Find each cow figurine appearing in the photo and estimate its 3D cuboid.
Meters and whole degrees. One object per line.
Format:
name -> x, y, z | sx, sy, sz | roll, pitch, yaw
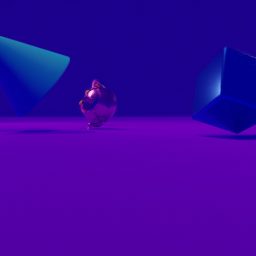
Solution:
cow figurine -> -1.211, -1.104, 9.868 | 0.553, 1.008, 0.991 | 38, -18, -26

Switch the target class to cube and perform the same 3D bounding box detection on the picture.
cube -> 1.554, -0.523, 4.187 | 0.836, 0.836, 0.836 | 17, -24, -10

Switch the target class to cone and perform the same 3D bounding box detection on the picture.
cone -> -2.287, -1.333, 5.459 | 1.617, 1.611, 1.611 | 42, -19, -27

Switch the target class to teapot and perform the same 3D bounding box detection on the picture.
teapot -> -0.749, -0.535, 6.701 | 0.936, 1.506, 0.737 | -26, -40, 36
